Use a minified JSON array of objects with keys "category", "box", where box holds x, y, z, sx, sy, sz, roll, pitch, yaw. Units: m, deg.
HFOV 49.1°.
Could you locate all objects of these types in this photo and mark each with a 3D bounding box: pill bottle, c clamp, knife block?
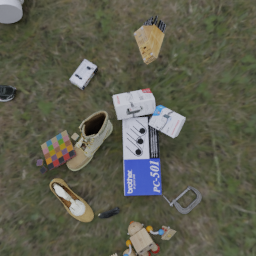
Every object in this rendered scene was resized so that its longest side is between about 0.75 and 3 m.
[{"category":"pill bottle","box":[-5.179,-5.912,11.391,1.661,1.661,2.960,-13,79,-3]},{"category":"c clamp","box":[2.086,2.609,10.433,1.214,0.164,1.037,-34,81,-6]},{"category":"knife block","box":[0.979,-3.205,10.110,1.441,0.525,1.641,-18,87,-40]}]

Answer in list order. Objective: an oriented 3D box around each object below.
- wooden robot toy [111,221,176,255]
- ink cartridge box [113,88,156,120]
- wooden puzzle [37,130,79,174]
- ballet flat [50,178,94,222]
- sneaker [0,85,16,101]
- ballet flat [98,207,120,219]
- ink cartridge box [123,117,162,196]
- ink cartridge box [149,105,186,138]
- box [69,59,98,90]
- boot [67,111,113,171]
[{"category":"wooden robot toy","box":[0.328,3.959,9.937,2.642,1.164,1.199,-32,45,-6]},{"category":"ink cartridge box","box":[0.223,-0.921,10.643,1.484,1.089,0.615,-11,120,-2]},{"category":"wooden puzzle","box":[-2.627,0.843,10.529,1.942,0.136,1.152,-30,61,5]},{"category":"ballet flat","box":[-2.107,2.669,10.170,2.076,0.654,0.713,41,81,7]},{"category":"sneaker","box":[-5.312,-1.463,10.970,1.696,0.732,0.681,1,80,0]},{"category":"ballet flat","box":[-0.704,3.142,10.335,0.825,0.234,0.274,-16,123,-2]},{"category":"ink cartridge box","box":[0.500,1.040,10.494,1.356,0.638,2.886,-1,78,0]},{"category":"ink cartridge box","box":[1.387,-0.235,9.932,1.046,0.449,0.766,30,112,21]},{"category":"box","box":[-1.783,-2.159,11.316,0.632,0.326,1.084,32,80,6]},{"category":"boot","box":[-1.473,0.474,10.012,0.851,1.826,2.361,40,81,7]}]
